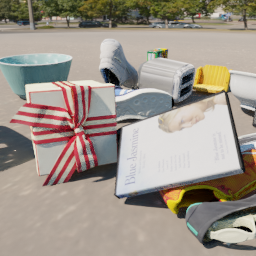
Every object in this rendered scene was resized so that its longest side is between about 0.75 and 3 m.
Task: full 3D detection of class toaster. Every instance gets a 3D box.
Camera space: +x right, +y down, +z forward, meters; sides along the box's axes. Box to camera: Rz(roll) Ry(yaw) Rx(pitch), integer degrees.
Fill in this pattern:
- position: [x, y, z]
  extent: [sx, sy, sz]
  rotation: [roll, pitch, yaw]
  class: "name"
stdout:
- position: [1.490, -1.846, 10.879]
  extent: [1.709, 1.504, 2.646]
  rotation: [15, 24, 27]
  class: "toaster"

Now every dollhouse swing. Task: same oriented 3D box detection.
- position: [3.566, -2.142, 12.065]
  extent: [1.451, 1.319, 1.276]
  rotation: [13, 5, 27]
  class: "dollhouse swing"

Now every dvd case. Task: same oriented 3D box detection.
- position: [0.779, 0.304, 5.018]
  extent: [2.257, 0.198, 1.610]
  rotation: [-19, 46, 27]
  class: "dvd case"

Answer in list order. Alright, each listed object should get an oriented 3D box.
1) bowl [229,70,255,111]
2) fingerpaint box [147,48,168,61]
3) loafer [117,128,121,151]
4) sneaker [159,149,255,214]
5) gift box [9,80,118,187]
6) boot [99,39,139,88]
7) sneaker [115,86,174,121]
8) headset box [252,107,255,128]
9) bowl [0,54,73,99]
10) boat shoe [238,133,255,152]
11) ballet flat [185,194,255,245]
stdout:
- position: [4.500, -1.118, 9.308]
  extent: [2.503, 1.125, 2.503]
  rotation: [12, 12, -3]
  class: "bowl"
- position: [1.406, -2.966, 13.448]
  extent: [0.568, 1.550, 1.293]
  rotation: [14, 26, 27]
  class: "fingerpaint box"
- position: [0.092, 0.450, 6.622]
  extent: [0.677, 0.655, 1.928]
  rotation: [-13, 21, -17]
  class: "loafer"
- position: [1.818, 1.060, 5.118]
  extent: [2.554, 0.932, 0.985]
  rotation: [-10, 42, -10]
  class: "sneaker"
- position: [-1.405, -0.021, 6.193]
  extent: [2.117, 1.953, 1.977]
  rotation: [-13, 18, -21]
  class: "gift box"
- position: [-0.400, -2.014, 10.959]
  extent: [1.064, 2.893, 1.382]
  rotation: [-1, 66, 23]
  class: "boot"
- position: [0.026, -1.022, 9.466]
  extent: [2.622, 1.056, 1.920]
  rotation: [-10, 29, -9]
  class: "sneaker"
- position: [4.484, -0.115, 7.820]
  extent: [1.302, 0.694, 1.495]
  rotation: [-1, 23, -3]
  class: "headset box"
- position: [-3.674, -2.102, 11.457]
  extent: [2.894, 1.513, 2.894]
  rotation: [0, 24, 0]
  class: "bowl"
- position: [3.654, 0.465, 6.180]
  extent: [2.889, 1.036, 0.979]
  rotation: [-7, 24, 2]
  class: "boat shoe"
- position: [1.907, 1.404, 4.273]
  extent: [2.010, 0.734, 0.734]
  rotation: [-8, 23, -3]
  class: "ballet flat"
